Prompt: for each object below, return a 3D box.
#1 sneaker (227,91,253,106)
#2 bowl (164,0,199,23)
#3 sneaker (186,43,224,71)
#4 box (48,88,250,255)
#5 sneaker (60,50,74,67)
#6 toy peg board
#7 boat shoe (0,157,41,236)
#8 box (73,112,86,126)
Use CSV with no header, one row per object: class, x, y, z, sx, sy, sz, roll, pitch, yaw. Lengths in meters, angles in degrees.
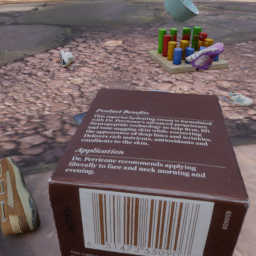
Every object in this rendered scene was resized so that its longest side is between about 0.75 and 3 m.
sneaker,3.944,-1.052,9.814,0.880,0.411,0.310,11,32,18
bowl,1.646,-3.893,9.061,1.218,0.637,1.218,28,39,-25
sneaker,2.158,-1.888,7.641,0.515,0.566,1.280,-28,8,-23
box,0.358,0.931,4.655,2.277,2.254,2.745,5,31,8
sneaker,-2.965,-3.406,13.669,0.656,0.608,1.618,1,30,-16
toy peg board,2.881,-3.937,13.660,2.955,1.445,2.943,-9,32,-14
boat shoe,-2.386,1.294,5.557,0.744,0.762,2.013,-20,35,-25
box,-1.070,-0.174,8.471,0.841,0.272,1.066,-19,35,-26
